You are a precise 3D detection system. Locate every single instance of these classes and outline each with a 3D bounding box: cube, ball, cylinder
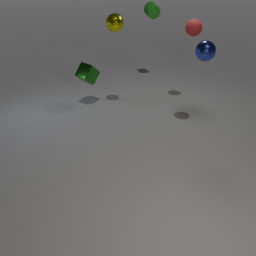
[{"bbox_3d":[-1.830,-2.453,12.649,0.700,0.700,0.700,23,-5,31],"label":"cube"},{"bbox_3d":[2.658,-2.639,9.596,0.700,0.700,0.700,0,29,0],"label":"ball"},{"bbox_3d":[1.281,-6.264,14.908,0.700,0.700,0.700,-9,42,-16],"label":"cylinder"},{"bbox_3d":[-0.505,-4.073,10.849,0.700,0.700,0.700,0,29,0],"label":"ball"},{"bbox_3d":[2.755,-4.191,11.700,0.700,0.700,0.700,0,29,0],"label":"ball"}]
